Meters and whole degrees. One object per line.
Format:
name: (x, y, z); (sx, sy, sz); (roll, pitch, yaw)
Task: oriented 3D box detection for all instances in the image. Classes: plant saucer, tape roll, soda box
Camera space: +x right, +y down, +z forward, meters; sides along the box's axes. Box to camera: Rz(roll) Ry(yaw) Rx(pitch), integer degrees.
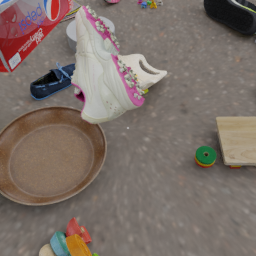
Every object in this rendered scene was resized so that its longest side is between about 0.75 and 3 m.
plant saucer: (-1.763, 0.594, 6.350); (2.589, 0.474, 2.589); (0, 53, 0)
tape roll: (-1.192, -3.015, 9.108); (1.542, 0.509, 1.542); (0, 53, 0)
soda box: (-1.549, -1.637, 4.017); (0.736, 0.667, 2.103); (5, 45, 16)

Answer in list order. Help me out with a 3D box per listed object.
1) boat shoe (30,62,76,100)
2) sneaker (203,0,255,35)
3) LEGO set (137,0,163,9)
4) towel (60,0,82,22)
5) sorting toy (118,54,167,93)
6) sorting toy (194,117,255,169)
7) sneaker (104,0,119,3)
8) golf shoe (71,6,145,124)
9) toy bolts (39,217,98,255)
boat shoe: (-1.971, -1.374, 7.808); (0.683, 0.557, 1.623); (31, 58, 22)
sneaker: (3.767, -4.054, 9.810); (1.119, 0.969, 2.702); (-15, 56, -31)
LEGO set: (0.830, -4.772, 10.533); (0.979, 0.402, 0.373); (5, 53, 4)
towel: (-3.032, -4.319, 10.266); (2.400, 0.273, 1.724); (-29, 58, -21)
sorting toy: (0.176, -1.518, 7.776); (1.641, 0.974, 1.823); (-31, 57, -31)
sorting toy: (2.846, 0.363, 6.514); (2.679, 0.453, 1.292); (0, 52, 3)
sneaker: (-0.625, -5.434, 10.974); (0.869, 0.720, 1.822); (10, 48, 28)
golf shoe: (-0.598, -1.082, 4.581); (1.058, 0.871, 2.312); (-34, 56, 18)
toy bolts: (-1.064, 2.239, 4.744); (0.920, 1.267, 1.327); (-35, 40, -9)
